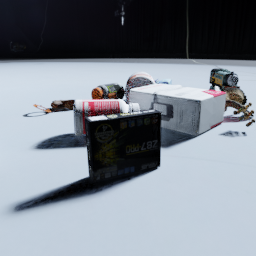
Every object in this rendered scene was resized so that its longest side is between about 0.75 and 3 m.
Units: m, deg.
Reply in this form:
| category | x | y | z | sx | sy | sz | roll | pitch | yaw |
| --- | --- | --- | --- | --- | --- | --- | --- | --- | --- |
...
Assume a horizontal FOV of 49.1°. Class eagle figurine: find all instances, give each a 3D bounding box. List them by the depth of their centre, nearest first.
| category | x | y | z | sx | sy | sz | roll | pitch | yaw |
| --- | --- | --- | --- | --- | --- | --- | --- | --- | --- |
| eagle figurine | 4.195 | -1.053 | 11.488 | 1.709 | 1.296 | 1.289 | -2 | -3 | 11 |

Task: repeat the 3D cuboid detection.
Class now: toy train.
| category | x | y | z | sx | sy | sz | roll | pitch | yaw |
| --- | --- | --- | --- | --- | --- | --- | --- | --- | --- |
| toy train | 4.976 | -2.286 | 14.600 | 1.139 | 1.523 | 2.672 | -1 | 17 | -1 |

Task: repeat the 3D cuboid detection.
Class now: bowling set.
| category | x | y | z | sx | sy | sz | roll | pitch | yaw |
| --- | --- | --- | --- | --- | --- | --- | --- | --- | --- |
| bowling set | 3.929 | -0.503 | 9.461 | 0.606 | 0.468 | 0.871 | 12 | 53 | -23 |

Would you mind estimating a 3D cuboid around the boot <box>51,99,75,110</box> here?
| category | x | y | z | sx | sy | sz | roll | pitch | yaw |
| --- | --- | --- | --- | --- | --- | --- | --- | --- | --- |
| boot | -2.820 | -1.109 | 12.684 | 1.321 | 0.464 | 0.966 | -6 | 14 | -27 |

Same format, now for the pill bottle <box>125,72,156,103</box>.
| category | x | y | z | sx | sy | sz | roll | pitch | yaw |
| --- | --- | --- | --- | --- | --- | --- | --- | --- | --- |
| pill bottle | 0.616 | -1.908 | 13.511 | 1.489 | 1.489 | 2.654 | 1 | 17 | 2 |

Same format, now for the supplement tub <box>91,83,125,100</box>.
| category | x | y | z | sx | sy | sz | roll | pitch | yaw |
| --- | --- | --- | --- | --- | --- | --- | --- | --- | --- |
| supplement tub | -0.976 | -1.672 | 13.624 | 0.938 | 0.938 | 1.531 | 16 | 23 | 41 |

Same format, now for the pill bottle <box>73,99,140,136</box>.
| category | x | y | z | sx | sy | sz | roll | pitch | yaw |
| --- | --- | --- | --- | --- | --- | --- | --- | --- | --- |
| pill bottle | -0.693 | -0.349 | 9.042 | 2.061 | 1.157 | 1.157 | -1 | 17 | -8 |

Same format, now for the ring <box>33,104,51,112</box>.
| category | x | y | z | sx | sy | sz | roll | pitch | yaw |
| --- | --- | --- | --- | --- | --- | --- | --- | --- | --- |
| ring | -3.615 | -0.852 | 11.819 | 0.772 | 0.074 | 0.772 | 23 | 7 | -3 |

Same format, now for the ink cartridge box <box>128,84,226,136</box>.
| category | x | y | z | sx | sy | sz | roll | pitch | yaw |
| --- | --- | --- | --- | --- | --- | --- | --- | --- | --- |
| ink cartridge box | 1.757 | -0.806 | 10.349 | 2.928 | 1.221 | 2.127 | 14 | 22 | 39 |

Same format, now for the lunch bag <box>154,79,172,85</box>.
| category | x | y | z | sx | sy | sz | roll | pitch | yaw |
| --- | --- | --- | --- | --- | --- | --- | --- | --- | --- |
| lunch bag | 1.748 | -2.332 | 15.981 | 1.410 | 0.898 | 1.199 | -5 | 15 | 21 |

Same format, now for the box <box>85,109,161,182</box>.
| category | x | y | z | sx | sy | sz | roll | pitch | yaw |
| --- | --- | --- | --- | --- | --- | --- | --- | --- | --- |
| box | -0.075 | 0.357 | 6.359 | 1.729 | 1.394 | 0.425 | -8 | 19 | -24 |
